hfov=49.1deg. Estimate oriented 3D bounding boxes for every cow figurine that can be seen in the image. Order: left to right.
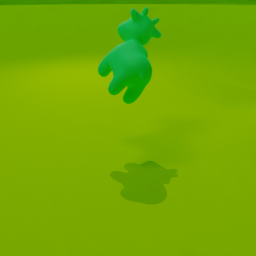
[{"bbox_3d":[0.136,-1.498,5.612,0.908,1.627,1.653,28,22,-36],"label":"cow figurine"}]
